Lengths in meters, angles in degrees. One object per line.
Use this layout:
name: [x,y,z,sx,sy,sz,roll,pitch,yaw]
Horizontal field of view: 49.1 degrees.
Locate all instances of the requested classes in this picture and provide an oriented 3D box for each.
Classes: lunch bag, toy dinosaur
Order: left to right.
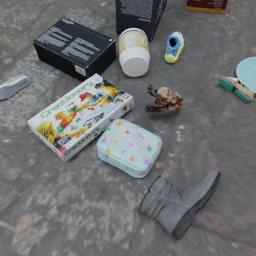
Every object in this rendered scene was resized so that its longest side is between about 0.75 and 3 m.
lunch bag: [-0.006,0.586,8.156,1.725,0.665,1.384,26,61,16]
toy dinosaur: [1.167,-0.796,8.525,1.211,1.784,0.911,3,60,34]

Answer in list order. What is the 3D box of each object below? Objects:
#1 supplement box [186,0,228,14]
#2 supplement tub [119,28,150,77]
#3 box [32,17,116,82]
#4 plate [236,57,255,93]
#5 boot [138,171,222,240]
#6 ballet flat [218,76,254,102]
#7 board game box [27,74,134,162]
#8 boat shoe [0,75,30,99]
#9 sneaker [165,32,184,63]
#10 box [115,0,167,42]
supplement box: [3.452,-5.990,11.846,1.680,1.704,1.131,8,57,5]
supplement tub: [0.217,-2.703,10.063,1.086,1.086,1.504,-3,57,-2]
box: [-1.902,-2.859,10.241,2.448,0.966,1.728,29,64,18]
plate: [4.793,-1.812,9.994,1.872,0.239,1.872,0,58,0]
boot: [1.359,1.637,7.335,1.425,0.755,2.165,35,65,25]
ballet flat: [3.723,-1.424,9.594,1.350,0.476,0.441,42,79,14]
board game box: [-1.438,-0.450,8.824,1.804,0.494,2.857,35,63,29]
boat shoe: [-4.056,-1.412,9.657,1.350,0.486,0.419,-35,47,-30]
sneaker: [1.806,-3.260,10.559,0.628,0.872,1.659,10,58,7]
box: [0.631,-5.400,10.826,1.617,2.754,2.709,14,58,9]
